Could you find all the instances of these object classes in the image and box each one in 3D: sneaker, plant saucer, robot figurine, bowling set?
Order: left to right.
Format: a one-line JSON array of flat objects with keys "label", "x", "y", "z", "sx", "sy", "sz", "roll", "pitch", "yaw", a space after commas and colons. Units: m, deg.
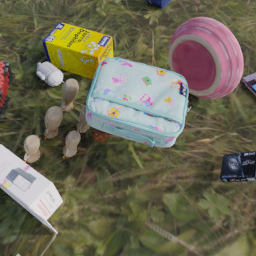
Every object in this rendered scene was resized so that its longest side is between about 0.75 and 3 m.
[{"label": "sneaker", "x": -4.575, "y": -1.220, "z": 9.292, "sx": 1.213, "sy": 0.877, "sz": 2.482, "roll": -6, "pitch": 54, "yaw": -5}, {"label": "robot figurine", "x": -2.739, "y": -1.896, "z": 9.880, "sx": 1.129, "sy": 0.637, "sz": 0.957, "roll": 39, "pitch": 39, "yaw": 23}, {"label": "bowling set", "x": -1.639, "y": 0.173, "z": 8.272, "sx": 1.961, "sy": 1.512, "sz": 2.817, "roll": 31, "pitch": 58, "yaw": -3}, {"label": "plant saucer", "x": 2.210, "y": -2.019, "z": 8.709, "sx": 0.666, "sy": 2.627, "sz": 2.627, "roll": -33, "pitch": 62, "yaw": -28}]

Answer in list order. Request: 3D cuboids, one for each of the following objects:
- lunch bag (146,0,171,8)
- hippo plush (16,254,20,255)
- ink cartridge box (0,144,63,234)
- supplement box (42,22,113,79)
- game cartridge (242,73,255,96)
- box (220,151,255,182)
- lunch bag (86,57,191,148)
[{"label": "lunch bag", "x": 1.496, "y": -6.256, "z": 12.520, "sx": 1.029, "sy": 1.057, "sz": 1.556, "roll": 31, "pitch": 62, "yaw": 19}, {"label": "hippo plush", "x": -1.684, "y": 3.373, "z": 5.338, "sx": 2.942, "sy": 2.366, "sz": 2.344, "roll": 38, "pitch": 64, "yaw": 22}, {"label": "ink cartridge box", "x": -2.523, "y": 1.566, "z": 7.143, "sx": 2.324, "sy": 1.361, "sz": 0.782, "roll": 31, "pitch": 62, "yaw": 19}, {"label": "supplement box", "x": -1.757, "y": -2.767, "z": 10.123, "sx": 2.167, "sy": 1.187, "sz": 1.179, "roll": 19, "pitch": 58, "yaw": 11}, {"label": "game cartridge", "x": 4.716, "y": -1.423, "z": 9.828, "sx": 0.837, "sy": 0.248, "sz": 1.291, "roll": -20, "pitch": 59, "yaw": -18}, {"label": "box", "x": 3.035, "y": 1.054, "z": 7.578, "sx": 0.986, "sy": 0.215, "sz": 0.790, "roll": -13, "pitch": 46, "yaw": 45}, {"label": "lunch bag", "x": 0.283, "y": -0.626, "z": 7.024, "sx": 2.524, "sy": 0.973, "sz": 2.025, "roll": 15, "pitch": 57, "yaw": -1}]
